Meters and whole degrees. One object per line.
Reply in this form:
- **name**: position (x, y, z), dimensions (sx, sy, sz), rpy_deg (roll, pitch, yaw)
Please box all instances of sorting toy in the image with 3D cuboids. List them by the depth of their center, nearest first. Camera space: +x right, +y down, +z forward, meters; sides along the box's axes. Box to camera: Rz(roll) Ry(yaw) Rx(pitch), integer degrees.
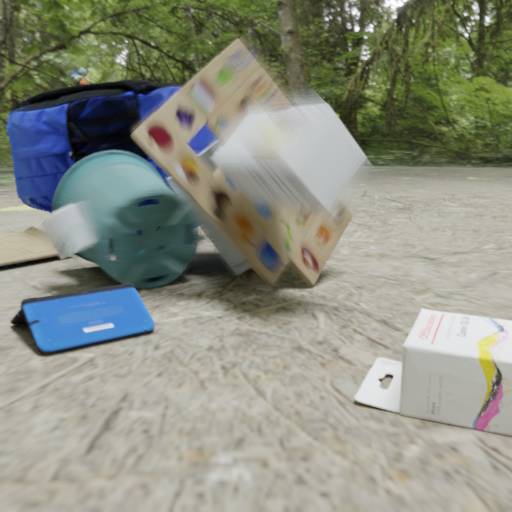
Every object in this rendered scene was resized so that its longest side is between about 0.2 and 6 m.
- **sorting toy**: position (-4.360, -0.178, 9.630), dimensions (2.046, 0.274, 1.525), rpy_deg (18, 24, 34)

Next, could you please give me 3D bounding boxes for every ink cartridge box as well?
- **ink cartridge box**: position (1.673, 0.845, 4.245), dimensions (1.681, 0.567, 0.979), rpy_deg (5, 12, 23)
- **ink cartridge box**: position (-2.465, -0.305, 7.326), dimensions (0.341, 0.566, 0.779), rpy_deg (-30, 10, -28)

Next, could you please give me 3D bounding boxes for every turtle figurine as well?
- **turtle figurine**: position (-3.636, -3.660, 12.275), dimensions (1.009, 0.978, 0.726), rpy_deg (-1, 2, 8)

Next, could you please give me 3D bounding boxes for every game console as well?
- **game console**: position (-1.849, 0.736, 5.942), dimensions (1.201, 0.710, 1.025), rpy_deg (-9, 45, -35)

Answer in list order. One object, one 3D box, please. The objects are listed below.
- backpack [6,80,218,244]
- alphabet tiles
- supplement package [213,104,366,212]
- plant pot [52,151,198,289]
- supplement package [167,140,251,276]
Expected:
- **backpack**: position (-2.805, -1.780, 10.792), dimensions (3.675, 3.083, 2.986), rpy_deg (1, 7, 17)
- **alphabet tiles**: position (0.120, -1.159, 7.631), dimensions (0.115, 3.049, 2.549), rpy_deg (-22, 26, 48)
- **supplement package**: position (0.345, -1.135, 6.484), dimensions (0.821, 0.853, 1.499), rpy_deg (45, -17, -31)
- **plant pot**: position (-1.808, -0.466, 8.116), dimensions (1.850, 1.850, 1.812), rpy_deg (-7, 21, -30)
- **supplement package**: position (-0.164, -0.967, 8.963), dimensions (1.394, 1.813, 1.896), rpy_deg (-35, 7, 11)
